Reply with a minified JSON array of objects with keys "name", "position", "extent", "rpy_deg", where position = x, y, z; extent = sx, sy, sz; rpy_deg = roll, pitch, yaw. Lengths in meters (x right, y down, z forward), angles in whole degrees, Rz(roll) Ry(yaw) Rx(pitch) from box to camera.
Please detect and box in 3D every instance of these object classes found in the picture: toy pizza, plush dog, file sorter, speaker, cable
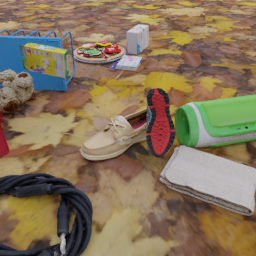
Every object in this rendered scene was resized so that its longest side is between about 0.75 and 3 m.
[{"name":"toy pizza","position":[-1.393,-3.753,13.535],"extent":[2.601,0.412,2.601],"rpy_deg":[-1,35,0]},{"name":"plush dog","position":[-3.867,-1.085,9.382],"extent":[1.605,1.288,1.378],"rpy_deg":[17,57,33]},{"name":"file sorter","position":[-3.604,-2.729,10.829],"extent":[2.797,1.941,1.716],"rpy_deg":[4,33,6]},{"name":"speaker","position":[2.874,-0.231,7.847],"extent":[2.934,1.298,1.298],"rpy_deg":[-8,36,-11]},{"name":"cable","position":[-2.128,1.671,5.590],"extent":[2.883,0.732,2.352],"rpy_deg":[27,43,34]}]

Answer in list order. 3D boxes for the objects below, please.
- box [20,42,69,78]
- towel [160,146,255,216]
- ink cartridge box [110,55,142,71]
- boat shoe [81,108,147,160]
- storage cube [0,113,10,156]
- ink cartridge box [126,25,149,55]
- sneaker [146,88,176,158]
[{"name":"box","position":[-2.631,-2.142,8.816],"extent":[1.498,0.879,0.362],"rpy_deg":[12,40,5]},{"name":"towel","position":[1.947,1.133,6.664],"extent":[2.135,0.368,1.415],"rpy_deg":[16,39,21]},{"name":"ink cartridge box","position":[-0.073,-2.938,12.551],"extent":[1.214,0.263,1.192],"rpy_deg":[9,36,11]},{"name":"boat shoe","position":[-0.168,0.047,7.729],"extent":[2.566,0.888,0.946],"rpy_deg":[-24,40,-31]},{"name":"storage cube","position":[-4.854,-0.496,7.114],"extent":[2.817,2.532,2.408],"rpy_deg":[-23,41,-28]},{"name":"ink cartridge box","position":[0.494,-4.407,13.913],"extent":[0.621,1.075,1.473],"rpy_deg":[12,36,20]},{"name":"sneaker","position":[0.821,-0.067,7.193],"extent":[0.727,0.876,1.833],"rpy_deg":[1,66,4]}]
